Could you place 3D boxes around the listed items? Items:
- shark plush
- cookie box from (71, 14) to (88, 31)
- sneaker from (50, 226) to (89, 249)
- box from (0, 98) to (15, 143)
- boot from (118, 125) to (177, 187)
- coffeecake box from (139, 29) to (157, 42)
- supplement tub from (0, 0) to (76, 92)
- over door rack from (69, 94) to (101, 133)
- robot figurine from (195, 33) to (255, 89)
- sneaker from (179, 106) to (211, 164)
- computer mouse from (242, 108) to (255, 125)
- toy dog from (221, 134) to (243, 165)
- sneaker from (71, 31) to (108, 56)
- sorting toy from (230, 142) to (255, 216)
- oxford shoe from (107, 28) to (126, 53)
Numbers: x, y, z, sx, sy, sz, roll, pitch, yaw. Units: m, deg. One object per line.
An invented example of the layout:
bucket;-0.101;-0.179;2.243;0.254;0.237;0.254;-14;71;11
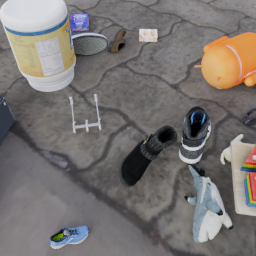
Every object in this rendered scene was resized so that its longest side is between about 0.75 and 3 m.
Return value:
shark plush;1.923;1.814;7.504;0.947;1.033;2.273;-26;53;18
cookie box;-2.356;-5.156;13.682;0.836;0.367;0.977;-4;50;-3
sneaker;-1.452;2.668;6.933;0.993;0.443;0.390;-17;52;-15
box;-5.133;0.299;8.495;2.031;1.135;2.878;7;50;11
boot;0.534;0.728;7.581;0.668;1.328;1.776;42;50;-13
coffeecake box;0.938;-4.300;12.997;0.815;0.298;0.625;1;49;1
supplement tub;-3.075;-3.013;10.127;2.147;2.968;2.147;0;51;0
over door rack;-1.437;-0.463;9.552;0.954;0.430;1.291;-8;71;-6
robot figurine;4.019;-2.536;10.586;2.967;1.730;2.134;-25;93;-20
sneaker;2.203;-0.204;8.688;0.898;1.375;2.457;11;44;11
computer mouse;5.042;-0.520;9.784;2.346;0.399;0.688;-16;63;-6
toy dog;3.427;0.893;8.269;1.064;0.766;1.098;-31;58;-16
sneaker;-2.383;-4.113;12.312;2.851;1.084;2.060;-7;52;-5
sorting toy;3.784;1.209;7.109;2.026;0.705;2.014;7;54;4
oxford shoe;-0.338;-3.856;12.493;0.625;0.538;1.481;18;64;13
